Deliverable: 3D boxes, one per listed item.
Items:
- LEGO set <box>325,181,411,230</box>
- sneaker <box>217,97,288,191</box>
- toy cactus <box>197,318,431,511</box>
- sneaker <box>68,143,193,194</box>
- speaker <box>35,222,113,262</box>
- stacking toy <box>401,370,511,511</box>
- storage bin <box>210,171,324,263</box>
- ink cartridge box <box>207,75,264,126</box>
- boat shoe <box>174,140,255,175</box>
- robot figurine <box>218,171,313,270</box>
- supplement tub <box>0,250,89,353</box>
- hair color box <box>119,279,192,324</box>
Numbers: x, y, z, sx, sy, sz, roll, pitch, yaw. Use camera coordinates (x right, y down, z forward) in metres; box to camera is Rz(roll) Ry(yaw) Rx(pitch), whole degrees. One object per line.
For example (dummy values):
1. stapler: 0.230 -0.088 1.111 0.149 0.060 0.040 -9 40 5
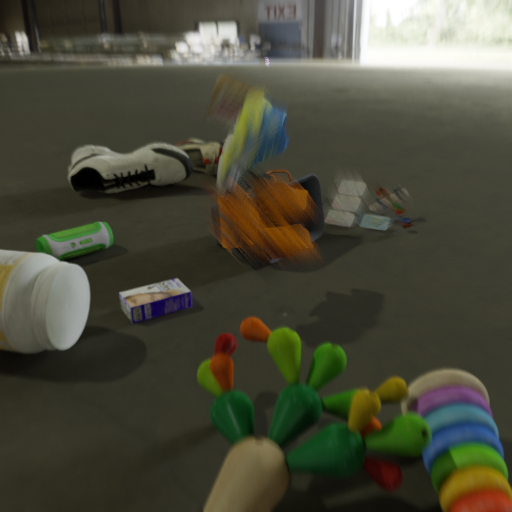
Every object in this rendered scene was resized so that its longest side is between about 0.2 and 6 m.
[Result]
1. LEGO set: 2.512 -0.975 12.016 1.738 0.427 1.298 10 55 24
2. sneaker: 0.003 -2.353 12.134 1.210 2.305 0.873 19 -14 5
3. toy cactus: 0.236 1.754 5.468 2.648 1.354 2.185 17 48 28
4. sneaker: -3.140 -2.010 13.913 3.147 1.160 1.259 -2 38 5
5. speaker: -3.339 -0.248 10.334 1.298 0.574 0.574 -20 31 -37
6. stacking toy: 1.945 2.043 5.063 0.891 0.891 2.088 1 31 1
7. storage bin: 0.145 -0.866 10.837 1.396 1.513 2.079 6 23 38
8. ink cartridge box: -0.486 -3.548 13.111 1.113 0.917 0.418 23 43 0
9. boat shoe: -1.252 -2.686 15.314 2.694 0.959 0.843 14 31 33
10. robot figurine: 0.130 -0.499 8.148 0.552 1.374 1.895 -6 -1 40
11. supplement tub: -3.345 0.586 7.505 1.843 1.340 1.340 5 25 10
12. hair color box: -1.536 0.676 8.570 0.974 0.316 0.533 -16 29 -27
